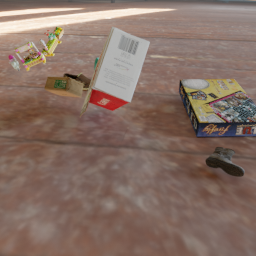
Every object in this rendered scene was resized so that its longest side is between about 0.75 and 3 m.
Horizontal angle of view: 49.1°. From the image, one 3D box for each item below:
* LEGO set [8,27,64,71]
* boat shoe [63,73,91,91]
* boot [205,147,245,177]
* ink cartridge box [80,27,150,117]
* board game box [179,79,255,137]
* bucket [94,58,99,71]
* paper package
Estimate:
[{"bbox_3d":[-3.510,-3.221,10.838,2.558,0.952,1.177,-41,52,-10],"label":"LEGO set"},{"bbox_3d":[-1.605,-1.610,9.549,1.409,0.521,0.521,8,31,14],"label":"boat shoe"},{"bbox_3d":[2.043,0.634,5.670,0.821,0.287,0.541,23,48,39],"label":"boot"},{"bbox_3d":[-0.449,-1.080,6.924,0.916,1.917,2.183,19,-5,-11],"label":"ink cartridge box"},{"bbox_3d":[2.497,-0.651,7.771,1.738,0.444,2.566,-1,33,0],"label":"board game box"},{"bbox_3d":[-0.883,-2.160,10.049,0.521,0.801,0.801,-3,29,-21],"label":"bucket"},{"bbox_3d":[-1.865,-1.200,8.228,0.839,0.434,0.800,9,-3,27],"label":"paper package"}]
